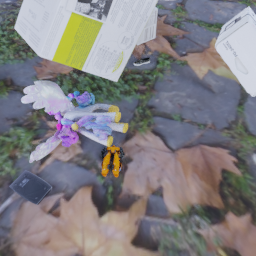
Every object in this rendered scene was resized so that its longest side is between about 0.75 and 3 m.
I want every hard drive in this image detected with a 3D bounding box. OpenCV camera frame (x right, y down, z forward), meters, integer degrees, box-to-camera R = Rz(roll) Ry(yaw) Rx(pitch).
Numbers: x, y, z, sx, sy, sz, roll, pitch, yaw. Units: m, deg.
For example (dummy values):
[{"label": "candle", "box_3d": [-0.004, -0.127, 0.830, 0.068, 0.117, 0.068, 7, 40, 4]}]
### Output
[{"label": "hard drive", "box_3d": [-2.829, 1.753, 8.189, 1.077, 0.228, 0.726, 25, 55, 19]}]

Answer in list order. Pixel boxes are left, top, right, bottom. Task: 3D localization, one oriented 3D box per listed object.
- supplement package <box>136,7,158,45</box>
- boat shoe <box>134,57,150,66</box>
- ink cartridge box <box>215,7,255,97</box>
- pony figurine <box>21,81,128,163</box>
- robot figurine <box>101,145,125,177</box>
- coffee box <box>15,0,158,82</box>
[{"label": "supplement package", "box_3d": [0.315, -5.085, 12.997, 1.080, 1.517, 1.948, -28, 56, -21]}, {"label": "boat shoe", "box_3d": [0.599, -2.873, 12.023, 0.751, 0.213, 0.258, -16, 52, -13]}, {"label": "ink cartridge box", "box_3d": [3.410, -2.203, 7.784, 1.730, 0.993, 2.382, 49, 36, -10]}, {"label": "pony figurine", "box_3d": [-1.731, -0.258, 8.856, 2.943, 2.451, 2.841, 13, 19, 14]}, {"label": "robot figurine", "box_3d": [-0.502, 1.008, 8.758, 0.759, 0.305, 1.047, 4, 51, 3]}, {"label": "coffee box", "box_3d": [-1.408, -3.564, 8.786, 2.829, 2.861, 2.856, 10, 25, -42]}]
